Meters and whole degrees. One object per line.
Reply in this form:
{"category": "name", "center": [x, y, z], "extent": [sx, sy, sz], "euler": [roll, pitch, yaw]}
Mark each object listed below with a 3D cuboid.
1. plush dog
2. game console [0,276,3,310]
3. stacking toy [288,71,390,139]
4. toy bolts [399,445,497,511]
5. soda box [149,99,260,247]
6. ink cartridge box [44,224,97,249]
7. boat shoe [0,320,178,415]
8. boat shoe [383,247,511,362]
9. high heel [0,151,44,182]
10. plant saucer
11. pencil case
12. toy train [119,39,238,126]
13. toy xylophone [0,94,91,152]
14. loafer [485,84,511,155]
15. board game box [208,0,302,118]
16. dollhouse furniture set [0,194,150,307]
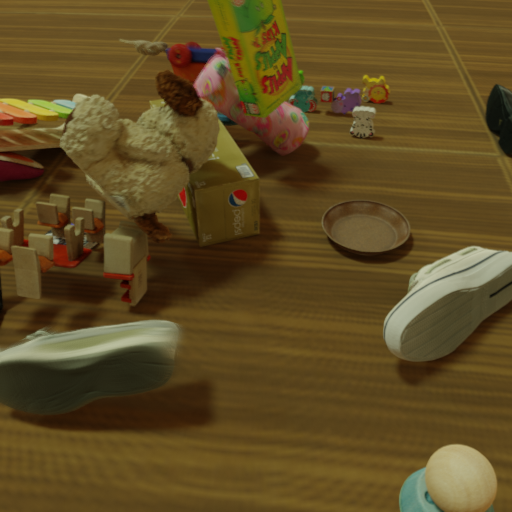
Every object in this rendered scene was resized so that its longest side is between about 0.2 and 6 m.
{"category": "plush dog", "center": [-1.290, -1.422, 7.720], "extent": [1.814, 2.261, 1.942], "euler": [42, 80, 8]}
{"category": "game console", "center": [-4.119, 0.620, 7.339], "extent": [1.330, 1.170, 0.774], "euler": [-1, 12, -10]}
{"category": "stacking toy", "center": [1.504, -3.442, 12.501], "extent": [2.735, 0.643, 2.062], "euler": [9, 39, 14]}
{"category": "toy bolts", "center": [2.371, 2.245, 4.852], "extent": [2.142, 1.486, 2.046], "euler": [15, 42, 18]}
{"category": "soda box", "center": [-0.974, -1.640, 9.838], "extent": [1.061, 1.122, 3.314], "euler": [-13, 42, -14]}
{"category": "ink cartridge box", "center": [-2.962, -0.265, 8.936], "extent": [0.787, 0.172, 0.795], "euler": [19, 42, 23]}
{"category": "boat shoe", "center": [-1.961, 1.175, 6.247], "extent": [2.231, 0.822, 0.716], "euler": [-13, 26, 8]}
{"category": "boat shoe", "center": [2.490, 0.570, 7.469], "extent": [2.755, 1.013, 0.920], "euler": [-16, 28, -34]}
{"category": "high heel", "center": [-5.359, -1.336, 10.083], "extent": [2.800, 1.346, 0.944], "euler": [6, 18, -22]}
{"category": "plant saucer", "center": [1.755, -0.419, 9.056], "extent": [1.402, 0.256, 1.402], "euler": [1, 39, -1]}
{"category": "pencil case", "center": [-0.057, -2.823, 10.469], "extent": [2.330, 1.019, 1.019], "euler": [29, 24, -36]}
{"category": "toy train", "center": [-1.443, -3.478, 11.231], "extent": [2.586, 1.497, 1.095], "euler": [6, 23, 8]}
{"category": "toy xylophone", "center": [-4.645, -2.682, 10.817], "extent": [2.391, 0.820, 3.265], "euler": [20, 25, 25]}
{"category": "loafer", "center": [5.368, -2.816, 11.627], "extent": [0.782, 0.788, 2.164], "euler": [5, 49, -3]}
{"category": "board game box", "center": [0.020, -3.498, 9.164], "extent": [0.511, 2.146, 1.090], "euler": [19, 53, 39]}
{"category": "dollhouse furniture set", "center": [-2.549, 0.009, 7.790], "extent": [1.977, 1.029, 1.998], "euler": [8, 24, 7]}
